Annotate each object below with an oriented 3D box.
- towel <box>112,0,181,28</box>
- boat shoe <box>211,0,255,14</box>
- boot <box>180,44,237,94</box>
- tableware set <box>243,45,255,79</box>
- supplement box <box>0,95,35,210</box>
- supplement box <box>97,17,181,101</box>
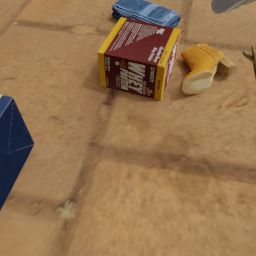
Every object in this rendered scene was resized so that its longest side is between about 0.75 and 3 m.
[{"bbox_3d":[0.721,-4.661,11.428,2.648,0.643,1.478,29,56,21],"label":"towel"},{"bbox_3d":[2.358,-2.629,5.404,0.598,1.404,0.518,-26,96,-40],"label":"boat shoe"},{"bbox_3d":[2.246,-2.050,9.345,2.365,0.832,1.693,-23,50,-23],"label":"boot"},{"bbox_3d":[2.618,-0.691,5.527,0.427,1.407,2.129,-7,81,22],"label":"tableware set"},{"bbox_3d":[-4.228,0.680,6.374,2.829,1.901,2.832,10,52,8],"label":"supplement box"},{"bbox_3d":[0.397,-2.263,9.055,2.070,1.374,2.041,15,53,12],"label":"supplement box"}]
